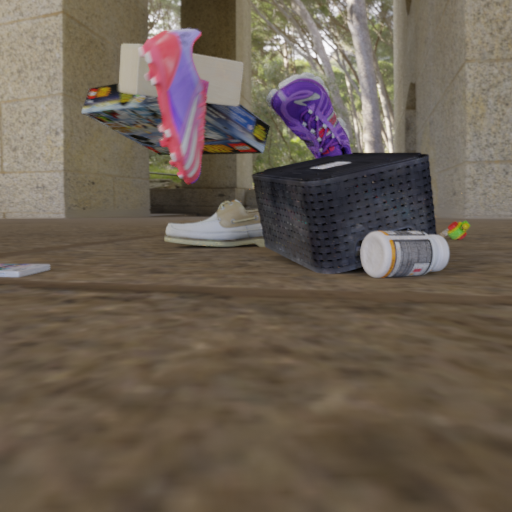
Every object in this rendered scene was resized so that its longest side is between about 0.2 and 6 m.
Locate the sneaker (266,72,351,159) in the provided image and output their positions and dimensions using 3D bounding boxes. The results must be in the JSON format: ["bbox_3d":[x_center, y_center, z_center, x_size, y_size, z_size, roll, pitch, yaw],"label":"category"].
[{"bbox_3d":[1.486,-2.954,12.928,1.298,1.343,3.220,-34,-38,21],"label":"sneaker"}]

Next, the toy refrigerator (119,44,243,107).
[{"bbox_3d":[-1.417,-3.430,10.728,2.304,0.875,0.806,-6,20,-39],"label":"toy refrigerator"}]

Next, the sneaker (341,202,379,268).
[{"bbox_3d":[1.931,-0.402,9.840,0.983,1.078,2.630,2,5,19],"label":"sneaker"}]

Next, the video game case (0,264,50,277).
[{"bbox_3d":[-3.734,0.218,8.496,0.831,0.108,0.913,0,6,8],"label":"video game case"}]

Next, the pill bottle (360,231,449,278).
[{"bbox_3d":[2.162,-0.029,8.125,1.160,0.675,0.675,-1,5,-23],"label":"pill bottle"}]

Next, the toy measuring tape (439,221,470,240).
[{"bbox_3d":[5.923,-0.681,17.002,0.567,0.567,1.541,-1,-11,-15],"label":"toy measuring tape"}]

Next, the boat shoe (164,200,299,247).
[{"bbox_3d":[-0.591,-0.813,13.998,3.402,1.164,1.271,-2,5,-16],"label":"boat shoe"}]

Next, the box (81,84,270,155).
[{"bbox_3d":[-1.985,-3.307,13.574,3.897,0.777,2.668,8,-11,40],"label":"box"}]

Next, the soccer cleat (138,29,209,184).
[{"bbox_3d":[-0.994,-2.057,8.013,0.870,2.275,0.759,-22,40,-13],"label":"soccer cleat"}]

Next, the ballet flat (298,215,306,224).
[{"bbox_3d":[1.332,-0.943,18.456,2.117,0.721,0.712,4,-7,30],"label":"ballet flat"}]

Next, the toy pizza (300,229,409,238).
[{"bbox_3d":[2.417,-0.384,12.552,2.955,0.468,2.955,-4,0,0],"label":"toy pizza"}]

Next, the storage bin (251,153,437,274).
[{"bbox_3d":[1.416,-0.900,9.831,2.148,1.490,3.177,-15,15,-15],"label":"storage bin"}]
